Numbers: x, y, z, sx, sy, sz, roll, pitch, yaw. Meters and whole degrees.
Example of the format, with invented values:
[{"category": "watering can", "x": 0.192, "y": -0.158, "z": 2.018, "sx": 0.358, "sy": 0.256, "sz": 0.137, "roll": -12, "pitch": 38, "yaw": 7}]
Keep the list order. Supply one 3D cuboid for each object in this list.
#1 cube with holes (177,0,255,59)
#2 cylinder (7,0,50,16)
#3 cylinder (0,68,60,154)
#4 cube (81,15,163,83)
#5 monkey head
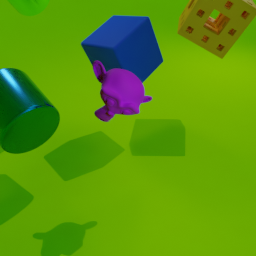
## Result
[{"category": "cube with holes", "x": 2.267, "y": -2.957, "z": 7.318, "sx": 1.372, "sy": 1.372, "sz": 1.372, "roll": 27, "pitch": 38, "yaw": -8}, {"category": "cylinder", "x": -2.406, "y": -3.229, "z": 6.379, "sx": 0.950, "sy": 0.950, "sz": 0.950, "roll": 8, "pitch": -8, "yaw": 11}, {"category": "cylinder", "x": -2.254, "y": -0.346, "z": 5.687, "sx": 1.267, "sy": 1.267, "sz": 1.267, "roll": -28, "pitch": 62, "yaw": -34}, {"category": "cube", "x": -0.115, "y": -1.856, "z": 6.887, "sx": 1.257, "sy": 1.257, "sz": 1.257, "roll": 23, "pitch": 62, "yaw": 42}, {"category": "monkey head", "x": -0.182, "y": -0.547, "z": 4.757, "sx": 1.244, "sy": 0.895, "sz": 0.749, "roll": 30, "pitch": 48, "yaw": -25}]
